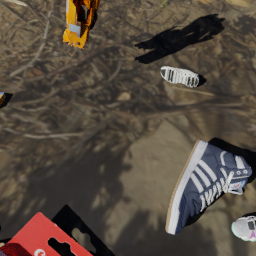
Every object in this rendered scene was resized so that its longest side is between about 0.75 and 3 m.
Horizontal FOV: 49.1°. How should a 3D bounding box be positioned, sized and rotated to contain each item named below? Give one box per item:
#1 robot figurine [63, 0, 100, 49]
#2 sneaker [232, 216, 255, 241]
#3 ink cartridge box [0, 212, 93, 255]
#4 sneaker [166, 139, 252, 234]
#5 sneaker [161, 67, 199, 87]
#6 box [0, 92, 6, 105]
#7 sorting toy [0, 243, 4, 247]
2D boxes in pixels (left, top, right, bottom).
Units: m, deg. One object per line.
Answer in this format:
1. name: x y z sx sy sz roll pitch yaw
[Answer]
1. robot figurine: -1.055 -3.411 6.778 0.764 2.625 1.903 11 43 -4
2. sneaker: 2.695 1.762 5.331 1.276 0.892 0.496 -3 48 -3
3. ink cartridge box: -1.669 2.638 4.468 1.830 0.569 2.274 32 56 17
4. sneaker: 1.724 1.280 5.800 1.307 0.845 2.410 20 48 19
5. sneaker: 1.620 -1.639 8.722 1.232 0.463 0.499 21 40 12
6. box: -4.120 -0.822 8.112 0.940 0.195 0.559 7 49 4
7. sorting toy: -2.602 2.621 4.975 0.801 0.281 1.663 -10 48 -8
